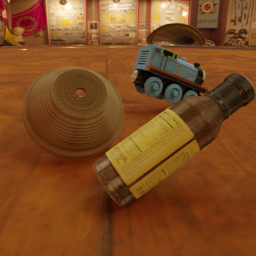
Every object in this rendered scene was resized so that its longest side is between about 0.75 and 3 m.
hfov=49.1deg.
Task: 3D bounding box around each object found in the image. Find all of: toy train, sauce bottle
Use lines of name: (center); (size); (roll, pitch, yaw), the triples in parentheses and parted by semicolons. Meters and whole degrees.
toy train: (1.373, -1.569, 8.842); (2.655, 1.517, 1.151); (15, 9, -26)
sauce bottle: (0.744, 0.118, 4.244); (2.625, 0.849, 0.849); (-34, 26, -6)

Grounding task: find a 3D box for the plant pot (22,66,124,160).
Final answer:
plant pot: (-1.004, -0.490, 5.551); (2.085, 2.085, 0.962); (-8, -21, -21)
